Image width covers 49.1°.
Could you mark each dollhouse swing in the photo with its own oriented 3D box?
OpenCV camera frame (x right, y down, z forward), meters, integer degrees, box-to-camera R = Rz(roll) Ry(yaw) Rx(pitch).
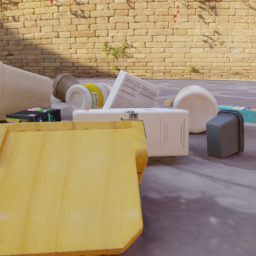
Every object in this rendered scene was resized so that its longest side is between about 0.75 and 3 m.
[{"bbox_3d":[-0.983,1.152,5.017,2.582,2.270,2.347,-2,-28,-5],"label":"dollhouse swing"}]

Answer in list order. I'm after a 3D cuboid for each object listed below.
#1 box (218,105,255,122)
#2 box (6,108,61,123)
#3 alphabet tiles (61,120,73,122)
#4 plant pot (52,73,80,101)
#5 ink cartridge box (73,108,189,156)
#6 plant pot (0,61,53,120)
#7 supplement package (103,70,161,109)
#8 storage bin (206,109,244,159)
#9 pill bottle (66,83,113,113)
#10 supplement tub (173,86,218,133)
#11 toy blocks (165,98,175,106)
[{"bbox_3d":[5.136,-0.673,12.869,2.071,0.509,0.852,10,16,37],"label":"box"},{"bbox_3d":[-3.112,-0.115,9.434,1.125,0.942,1.515,3,14,19],"label":"box"},{"bbox_3d":[-2.922,-0.244,11.423,2.276,0.072,1.894,3,5,16],"label":"alphabet tiles"},{"bbox_3d":[-3.761,-2.500,18.543,1.653,1.905,1.905,27,25,29],"label":"plant pot"},{"bbox_3d":[-0.007,0.053,7.708,2.822,1.212,2.067,-3,6,-7],"label":"ink cartridge box"},{"bbox_3d":[-4.822,-1.479,12.216,2.624,2.867,2.867,4,9,-33],"label":"plant pot"},{"bbox_3d":[0.035,-0.921,10.015,1.368,1.816,1.379,24,11,-15],"label":"supplement package"},{"bbox_3d":[2.562,0.195,7.720,0.839,1.250,0.909,-21,23,-34],"label":"storage bin"},{"bbox_3d":[-1.741,-1.531,14.355,1.508,1.508,2.715,7,14,29],"label":"pill bottle"},{"bbox_3d":[2.569,-0.810,10.858,1.604,1.604,2.222,3,13,11],"label":"supplement tub"},{"bbox_3d":[2.867,-1.547,16.915,0.947,0.413,1.136,7,14,30],"label":"toy blocks"}]
